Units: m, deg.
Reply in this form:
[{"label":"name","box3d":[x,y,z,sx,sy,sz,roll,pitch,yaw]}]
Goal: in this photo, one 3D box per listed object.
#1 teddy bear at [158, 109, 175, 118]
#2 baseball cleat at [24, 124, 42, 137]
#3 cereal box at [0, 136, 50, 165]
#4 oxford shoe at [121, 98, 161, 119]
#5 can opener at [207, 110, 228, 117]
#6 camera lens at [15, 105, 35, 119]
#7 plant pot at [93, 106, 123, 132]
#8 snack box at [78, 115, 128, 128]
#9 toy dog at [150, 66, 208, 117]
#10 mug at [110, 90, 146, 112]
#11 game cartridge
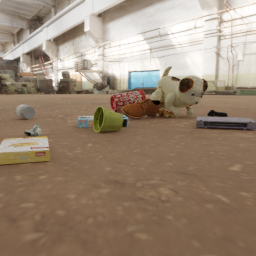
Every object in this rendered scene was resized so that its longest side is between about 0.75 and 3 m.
[{"label":"teddy bear","box3d":[2.074,-0.808,15.238,0.917,0.422,1.264,2,9,-3]},{"label":"baseball cleat","box3d":[-3.281,0.094,9.593,0.585,0.383,1.100,-4,9,-27]},{"label":"cereal box","box3d":[-2.584,0.524,7.015,1.166,0.320,1.620,-3,9,-18]},{"label":"oxford shoe","box3d":[0.709,-1.117,14.466,2.760,0.984,0.984,-13,53,-47]},{"label":"can opener","box3d":[4.947,-0.751,15.413,1.113,0.438,0.353,10,-26,35]},{"label":"camera lens","box3d":[-5.286,-0.829,14.370,0.893,0.714,0.714,8,12,42]},{"label":"plant pot","box3d":[-0.715,-0.267,10.549,0.906,0.985,0.985,9,4,-30]},{"label":"snack box","box3d":[-1.085,-0.294,12.046,2.062,0.383,1.198,-1,9,-8]},{"label":"toy dog","box3d":[2.925,-1.959,15.174,2.079,2.889,2.980,10,-4,-29]},{"label":"mug","box3d":[-0.053,-1.514,18.138,2.061,1.829,1.375,-8,47,-21]},{"label":"game cartridge","box3d":[3.987,-0.213,11.625,2.246,0.431,1.456,2,5,15]}]
